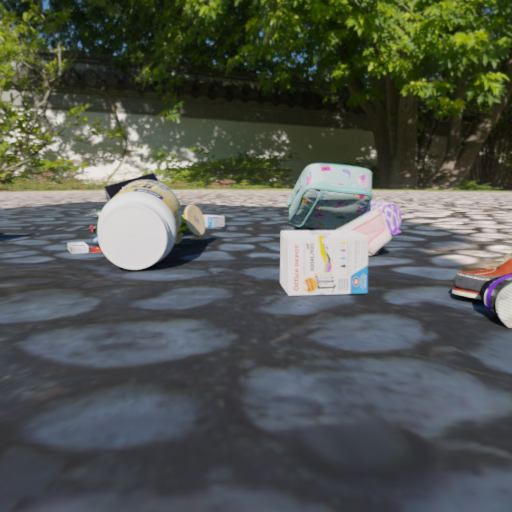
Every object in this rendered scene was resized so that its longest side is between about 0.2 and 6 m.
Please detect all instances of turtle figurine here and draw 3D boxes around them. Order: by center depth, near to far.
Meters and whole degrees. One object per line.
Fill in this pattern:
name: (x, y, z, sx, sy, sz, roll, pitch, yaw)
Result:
turtle figurine: (-3.636, -0.696, 13.856, 1.144, 0.576, 0.856, 5, -26, 9)

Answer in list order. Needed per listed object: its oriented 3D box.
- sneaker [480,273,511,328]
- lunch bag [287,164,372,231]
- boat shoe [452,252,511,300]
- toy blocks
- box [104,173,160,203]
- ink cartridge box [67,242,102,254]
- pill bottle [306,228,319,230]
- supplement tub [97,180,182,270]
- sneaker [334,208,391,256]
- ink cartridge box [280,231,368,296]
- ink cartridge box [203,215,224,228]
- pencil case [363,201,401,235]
sneaker: (3.460, 0.396, 6.407, 1.859, 0.646, 0.925, -1, 8, -4)
lunch bag: (1.831, -1.431, 14.490, 1.913, 0.920, 2.386, 4, -23, -8)
boat shoe: (3.701, 0.194, 7.436, 2.387, 0.747, 0.850, -3, 11, -12)
toy blocks: (-2.396, -0.576, 12.392, 2.021, 0.734, 1.684, -16, -12, 27)
box: (-2.753, -1.102, 12.992, 1.226, 1.216, 0.755, -20, 53, -19)
ink cartridge box: (-3.585, -0.176, 11.765, 0.646, 0.162, 0.744, -5, 10, -24)
pill bottle: (1.622, -0.931, 15.855, 0.672, 0.380, 0.380, 13, 14, 32)
supplement tub: (-2.047, -0.570, 9.981, 1.336, 1.336, 1.851, 0, 17, -3)
sneaker: (1.939, -0.243, 11.164, 1.600, 0.836, 0.602, -29, 5, 26)
ink cartridge box: (0.921, 0.083, 7.869, 1.111, 0.818, 0.804, -2, 9, -5)
ink cartridge box: (-1.422, -1.037, 16.790, 0.785, 0.332, 0.567, 5, 10, 37)
pencil case: (3.109, -1.085, 15.450, 0.847, 0.863, 2.019, -21, 16, -21)
